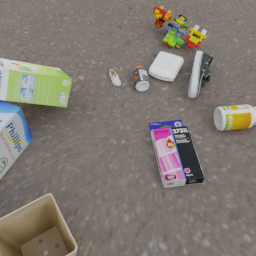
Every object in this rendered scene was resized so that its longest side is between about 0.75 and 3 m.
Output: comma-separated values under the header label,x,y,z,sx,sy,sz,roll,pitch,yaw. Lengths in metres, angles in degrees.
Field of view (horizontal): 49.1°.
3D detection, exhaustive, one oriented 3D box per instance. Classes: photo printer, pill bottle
label,x,y,z,sx,sy,sz,roll,pitch,yaw
photo printer,1.477,-2.380,10.987,1.082,0.452,1.301,20,55,14
pill bottle,3.635,-0.356,9.189,1.417,0.787,0.787,-5,52,-4
pill bottle,0.478,-1.896,10.555,0.526,0.526,0.990,-5,52,-4

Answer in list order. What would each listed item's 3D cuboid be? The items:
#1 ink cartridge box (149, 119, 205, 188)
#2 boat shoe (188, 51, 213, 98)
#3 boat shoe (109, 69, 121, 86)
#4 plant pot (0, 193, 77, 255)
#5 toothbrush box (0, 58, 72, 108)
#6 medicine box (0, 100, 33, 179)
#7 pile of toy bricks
label,x,y,z,sx,sy,sz,roll,pitch,yaw
ink cartridge box,1.425,0.617,8.683,1.165,0.456,2.461,-6,50,-5
boat shoe,2.754,-2.055,10.496,0.717,0.869,2.532,12,51,9
boat shoe,-0.503,-1.950,10.753,0.297,0.293,0.839,-17,54,-13
plant pot,-2.053,2.704,6.447,1.499,1.329,1.501,-26,57,-19
toothbrush box,-3.217,-1.479,8.985,2.357,1.015,1.716,3,20,-29
medicine box,-4.854,0.491,8.005,2.729,1.542,2.996,18,53,13
pile of toy bricks,1.959,-3.999,11.978,2.463,1.367,1.216,32,86,4
